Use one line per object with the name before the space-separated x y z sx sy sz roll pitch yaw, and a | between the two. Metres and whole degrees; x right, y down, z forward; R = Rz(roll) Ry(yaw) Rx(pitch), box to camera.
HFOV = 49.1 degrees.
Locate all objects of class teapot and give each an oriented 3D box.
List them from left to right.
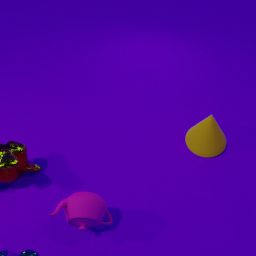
teapot | -1.019 1.897 6.278 1.551 0.965 0.760 22 49 -26

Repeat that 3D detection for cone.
cone | 2.278 0.014 7.926 1.194 1.199 1.194 -3 53 4

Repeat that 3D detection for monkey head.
monkey head | -3.047 0.983 7.089 1.747 1.053 1.257 -8 25 -29

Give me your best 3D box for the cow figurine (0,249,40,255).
cow figurine | -2.291 2.741 5.580 1.231 0.675 1.211 -43 68 10
